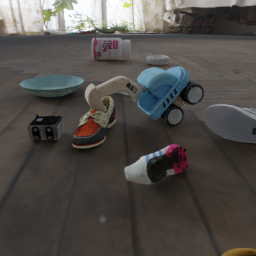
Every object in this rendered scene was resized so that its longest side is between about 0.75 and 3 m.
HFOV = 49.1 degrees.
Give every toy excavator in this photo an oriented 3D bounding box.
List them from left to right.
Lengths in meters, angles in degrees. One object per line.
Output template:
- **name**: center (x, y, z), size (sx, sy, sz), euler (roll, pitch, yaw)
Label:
- **toy excavator**: center (0.451, -1.103, 8.408), size (2.721, 2.646, 1.359), euler (38, 6, -28)

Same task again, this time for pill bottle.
- **pill bottle**: center (-1.175, -5.664, 20.082), size (2.683, 1.521, 1.521), euler (1, 23, 2)

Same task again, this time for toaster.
- **toaster**: center (-2.252, -0.015, 7.756), size (0.800, 0.525, 0.885), euler (0, 23, 1)

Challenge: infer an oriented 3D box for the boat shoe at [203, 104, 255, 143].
- **boat shoe**: center (3.352, -0.063, 7.581), size (2.554, 0.940, 0.835), euler (22, 25, 21)

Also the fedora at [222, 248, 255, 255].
- **fedora**: center (1.532, 1.894, 3.262), size (1.079, 0.440, 1.079), euler (4, 18, -1)

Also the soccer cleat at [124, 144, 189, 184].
- **soccer cleat**: center (0.612, 0.713, 5.735), size (0.771, 0.623, 1.785), euler (-11, -2, 35)

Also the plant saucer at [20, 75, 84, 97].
- **plant saucer**: center (-3.204, -1.754, 11.982), size (2.641, 0.508, 2.641), euler (0, 22, 0)

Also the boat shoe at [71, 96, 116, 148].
- **boat shoe**: center (-0.909, -0.197, 7.894), size (0.871, 0.765, 2.447), euler (8, 25, 14)

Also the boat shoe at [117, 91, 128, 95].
- **boat shoe**: center (-0.302, -1.797, 12.028), size (1.661, 0.543, 0.611), euler (14, 26, 30)

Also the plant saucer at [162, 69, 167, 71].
- **plant saucer**: center (1.822, -2.707, 14.426), size (2.139, 0.412, 2.139), euler (-1, 22, 0)

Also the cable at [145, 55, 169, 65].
- **cable**: center (1.970, -4.548, 18.712), size (1.517, 0.525, 1.517), euler (-4, 23, -13)

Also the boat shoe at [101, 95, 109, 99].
- **boat shoe**: center (-1.025, -1.227, 10.925), size (0.342, 0.380, 1.056), euler (-8, 24, -38)
